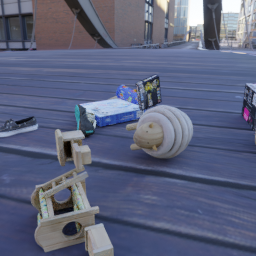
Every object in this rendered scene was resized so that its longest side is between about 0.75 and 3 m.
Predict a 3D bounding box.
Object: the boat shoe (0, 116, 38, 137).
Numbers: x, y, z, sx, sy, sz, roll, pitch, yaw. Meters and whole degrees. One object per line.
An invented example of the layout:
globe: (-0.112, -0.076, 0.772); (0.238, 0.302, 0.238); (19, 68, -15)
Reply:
boat shoe: (-4.256, -0.099, 10.440); (1.755, 0.582, 0.614); (-12, 23, -29)

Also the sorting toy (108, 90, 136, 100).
sorting toy: (0.315, -1.640, 15.104); (1.949, 0.350, 2.616); (6, 21, 28)

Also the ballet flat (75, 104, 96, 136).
ballet flat: (-1.640, -0.273, 10.852); (0.751, 0.746, 2.195); (1, 29, -14)

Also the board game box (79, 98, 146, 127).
board game box: (-0.750, -0.742, 12.331); (2.231, 0.484, 2.220); (-12, 23, -30)

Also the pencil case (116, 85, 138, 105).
pencil case: (0.147, -1.401, 13.420); (0.711, 0.792, 1.823); (9, 21, -48)

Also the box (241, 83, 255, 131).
box: (5.574, -0.906, 11.329); (1.286, 1.481, 2.242); (3, 20, 8)

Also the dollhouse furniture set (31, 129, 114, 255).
dollhouse furniture set: (-1.146, 1.221, 4.998); (1.156, 1.840, 2.080); (-8, 21, -19)

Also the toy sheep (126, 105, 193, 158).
toy sheep: (1.077, 0.111, 8.467); (1.757, 1.757, 2.549); (15, 21, 36)

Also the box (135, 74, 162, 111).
box: (0.798, -1.346, 10.722); (0.951, 1.180, 0.290); (-24, 40, -18)
